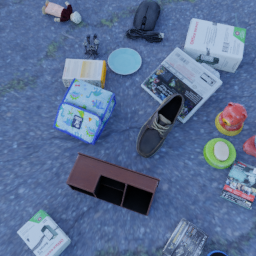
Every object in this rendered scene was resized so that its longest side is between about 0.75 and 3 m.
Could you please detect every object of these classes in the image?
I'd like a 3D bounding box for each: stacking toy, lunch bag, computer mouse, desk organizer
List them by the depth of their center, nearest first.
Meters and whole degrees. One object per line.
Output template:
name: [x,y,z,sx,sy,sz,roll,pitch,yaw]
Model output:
desk organizer: [-0.491,1.895,9.414,2.890,1.036,1.113,17,67,9]
stacking toy: [4.201,0.528,10.013,2.737,1.156,2.478,33,68,16]
lunch bag: [-1.624,-0.587,10.565,1.750,1.312,2.058,23,78,8]
computer mouse: [0.936,-5.201,13.153,1.751,0.666,2.528,9,64,5]

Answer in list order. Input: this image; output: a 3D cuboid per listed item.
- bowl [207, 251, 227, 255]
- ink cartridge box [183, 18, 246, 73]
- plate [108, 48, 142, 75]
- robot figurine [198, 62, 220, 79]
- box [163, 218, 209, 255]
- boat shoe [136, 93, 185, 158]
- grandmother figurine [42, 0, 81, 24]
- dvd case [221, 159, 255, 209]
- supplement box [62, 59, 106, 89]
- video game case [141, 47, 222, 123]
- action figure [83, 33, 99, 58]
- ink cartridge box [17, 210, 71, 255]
bowl: [2.825,4.264,8.697,0.846,0.166,0.846,0,64,0]
ink cartridge box: [3.688,-3.595,12.139,2.383,1.002,1.739,15,66,7]
plate: [-0.143,-2.894,12.272,1.465,0.187,1.465,0,64,0]
robot figurine: [3.256,-2.198,11.619,1.266,0.715,1.074,40,56,19]
box: [1.844,3.680,8.909,0.989,0.302,1.248,32,68,15]
boat shoe: [1.162,-0.191,10.264,1.025,1.009,2.752,29,78,7]
grandmother figurine: [-3.090,-5.526,13.421,1.900,0.575,1.152,25,89,8]
dvd case: [3.947,1.927,9.685,1.039,0.157,1.423,22,78,16]
supplement box: [-1.798,-2.265,11.707,1.680,0.618,1.059,4,63,2]
video game case: [2.107,-1.751,11.270,2.194,0.282,2.413,-46,71,1]
action figure: [-1.637,-3.671,12.427,0.724,0.621,1.218,-4,60,-3]
ink cartridge box: [-2.630,3.448,8.874,1.358,0.571,0.991,40,70,18]
